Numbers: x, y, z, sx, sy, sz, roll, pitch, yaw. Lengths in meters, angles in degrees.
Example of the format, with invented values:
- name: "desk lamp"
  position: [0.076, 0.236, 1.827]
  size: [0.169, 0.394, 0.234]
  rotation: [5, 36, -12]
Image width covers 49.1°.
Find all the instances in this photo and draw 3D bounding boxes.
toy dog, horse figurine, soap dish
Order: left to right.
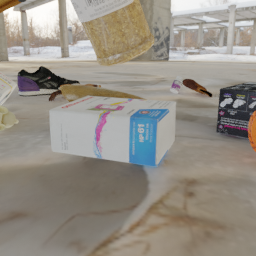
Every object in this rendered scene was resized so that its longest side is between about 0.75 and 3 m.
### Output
- name: "soap dish"
  position: [-1.926, -1.858, 3.435]
  size: [1.015, 0.524, 1.290]
  rotation: [-6, 0, 31]
- name: "toy dog"
  position: [-3.585, -0.336, 7.616]
  size: [0.982, 0.685, 0.952]
  rotation: [10, 9, 34]
- name: "horse figurine"
  position: [-2.178, -1.575, 11.844]
  size: [2.407, 0.601, 1.595]
  rotation: [-9, 12, -18]

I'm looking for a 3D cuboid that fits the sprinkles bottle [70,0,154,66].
- name: "sprinkles bottle"
  position: [-0.481, -2.019, 3.280]
  size: [0.856, 2.510, 0.856]
  rotation: [-19, 28, 11]

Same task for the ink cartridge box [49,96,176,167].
- name: "ink cartridge box"
  position: [-0.264, -0.045, 6.021]
  size: [2.295, 0.972, 1.659]
  rotation: [5, 17, 20]

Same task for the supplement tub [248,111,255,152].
- name: "supplement tub"
  position: [3.420, 0.054, 5.459]
  size: [1.822, 1.116, 1.116]
  rotation: [-2, 16, -3]

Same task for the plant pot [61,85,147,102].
- name: "plant pot"
  position: [-0.632, -0.736, 8.157]
  size: [2.685, 0.369, 2.685]
  rotation: [10, -4, 1]

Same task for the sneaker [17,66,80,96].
- name: "sneaker"
  position: [-3.589, -2.239, 12.984]
  size: [2.896, 1.268, 1.097]
  rotation: [-10, 19, -31]

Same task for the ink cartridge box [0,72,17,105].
- name: "ink cartridge box"
  position: [-4.898, -1.452, 9.194]
  size: [1.791, 1.079, 2.465]
  rotation: [39, 4, -18]

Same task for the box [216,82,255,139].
- name: "box"
  position: [3.341, -0.493, 7.209]
  size: [1.362, 1.182, 2.061]
  rotation: [12, 19, 40]

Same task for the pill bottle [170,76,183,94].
- name: "pill bottle"
  position: [2.276, -2.017, 13.014]
  size: [0.422, 0.751, 0.422]
  rotation: [25, -8, 4]

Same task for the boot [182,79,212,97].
- name: "boot"
  position: [3.080, -1.770, 12.581]
  size: [1.214, 0.442, 1.290]
  rotation: [31, 17, -8]
